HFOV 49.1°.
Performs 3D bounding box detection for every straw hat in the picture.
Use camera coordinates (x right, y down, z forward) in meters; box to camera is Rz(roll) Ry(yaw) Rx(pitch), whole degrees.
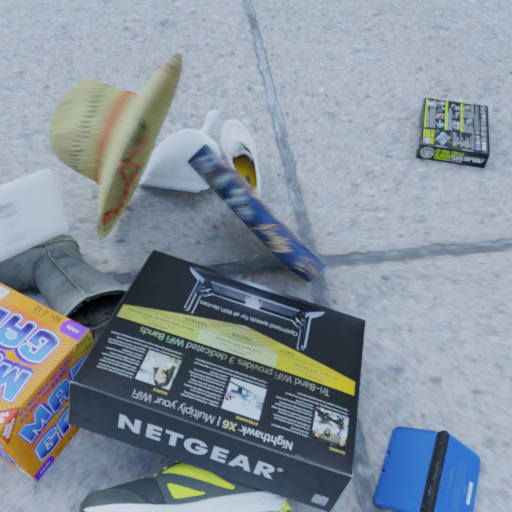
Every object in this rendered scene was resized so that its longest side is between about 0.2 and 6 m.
[{"bbox_3d":[-3.007,-2.372,10.850,1.696,4.008,4.008,25,50,-6],"label":"straw hat"}]

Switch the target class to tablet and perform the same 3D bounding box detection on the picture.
[{"bbox_3d":[-4.419,-0.633,10.058,0.139,1.323,2.033,21,40,39],"label":"tablet"}]

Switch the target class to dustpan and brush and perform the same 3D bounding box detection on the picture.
[{"bbox_3d":[-1.468,-2.605,13.243,1.930,0.791,2.765,10,71,26],"label":"dustpan and brush"}]

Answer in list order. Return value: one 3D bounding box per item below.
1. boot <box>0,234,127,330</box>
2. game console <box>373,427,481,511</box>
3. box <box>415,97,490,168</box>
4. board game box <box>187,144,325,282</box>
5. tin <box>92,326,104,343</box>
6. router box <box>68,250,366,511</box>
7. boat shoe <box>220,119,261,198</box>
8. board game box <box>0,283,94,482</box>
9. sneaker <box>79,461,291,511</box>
[{"bbox_3d":[-3.813,0.634,10.177,2.373,0.947,2.610,-27,45,-22],"label":"boot"},{"bbox_3d":[2.626,3.419,8.521,1.178,0.816,1.380,37,52,-9],"label":"game console"},{"bbox_3d":[4.961,-3.140,14.110,1.673,0.462,2.088,10,49,9],"label":"box"},{"bbox_3d":[0.059,-0.764,10.677,0.488,1.910,2.819,-44,73,6],"label":"board game box"},{"bbox_3d":[-2.623,1.482,10.175,0.702,0.263,1.254,-10,49,-4],"label":"tin"},{"bbox_3d":[-0.372,1.700,8.589,3.893,1.017,3.061,19,37,2],"label":"router box"},{"bbox_3d":[-0.321,-2.230,12.618,0.781,0.769,2.201,-7,70,-9],"label":"boat shoe"},{"bbox_3d":[-3.689,1.935,8.676,1.850,1.850,1.851,23,52,18],"label":"board game box"},{"bbox_3d":[-1.006,3.401,8.056,2.907,1.083,1.230,2,42,-10],"label":"sneaker"}]
